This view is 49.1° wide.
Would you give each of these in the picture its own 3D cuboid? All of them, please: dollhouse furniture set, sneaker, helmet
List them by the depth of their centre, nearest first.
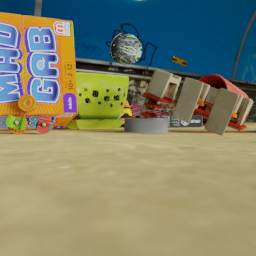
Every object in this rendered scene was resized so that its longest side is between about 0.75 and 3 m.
[{"bbox_3d":[1.836,-0.506,7.656,2.759,1.437,2.790,24,13,27],"label":"dollhouse furniture set"},{"bbox_3d":[-0.102,-3.339,11.858,1.416,1.416,1.350,0,19,-15],"label":"helmet"},{"bbox_3d":[-0.556,-0.740,13.855,1.048,1.348,2.996,-1,2,-22],"label":"sneaker"}]

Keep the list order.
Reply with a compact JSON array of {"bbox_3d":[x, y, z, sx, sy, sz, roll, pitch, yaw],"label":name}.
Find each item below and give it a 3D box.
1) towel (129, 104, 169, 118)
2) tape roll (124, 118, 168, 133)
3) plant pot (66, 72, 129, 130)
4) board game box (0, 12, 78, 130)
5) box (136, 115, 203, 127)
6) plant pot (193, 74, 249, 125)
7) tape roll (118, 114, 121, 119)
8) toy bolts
[{"bbox_3d":[0.685,-0.849,16.518,2.988,0.336,2.161,19,26,41],"label":"towel"},{"bbox_3d":[0.498,-0.078,7.837,1.214,0.401,1.214,-1,2,0],"label":"tape roll"},{"bbox_3d":[-1.287,-0.887,10.161,2.068,1.877,2.058,0,2,-27],"label":"plant pot"},{"bbox_3d":[-3.104,-1.440,8.265,2.654,2.656,2.654,-2,-8,-21],"label":"board game box"},{"bbox_3d":[1.897,-0.341,13.517,2.651,0.587,2.123,-1,2,-14],"label":"box"},{"bbox_3d":[5.277,-1.357,15.872,2.575,2.910,2.910,11,-4,-32],"label":"plant pot"},{"bbox_3d":[-1.007,-0.546,12.089,1.401,0.463,1.401,-17,24,8],"label":"tape roll"},{"bbox_3d":[-2.344,-0.235,6.897,1.016,0.971,0.705,18,-13,-13],"label":"toy bolts"}]
